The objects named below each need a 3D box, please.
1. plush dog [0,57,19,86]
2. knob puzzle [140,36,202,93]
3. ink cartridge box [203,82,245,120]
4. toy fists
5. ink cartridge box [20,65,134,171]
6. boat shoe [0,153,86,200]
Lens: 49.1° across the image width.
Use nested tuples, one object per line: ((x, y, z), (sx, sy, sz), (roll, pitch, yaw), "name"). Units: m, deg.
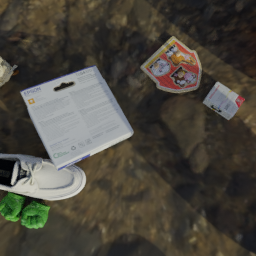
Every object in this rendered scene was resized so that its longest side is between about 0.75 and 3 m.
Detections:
((-3.671, -1.736, 7.656), (1.019, 1.187, 0.952), (48, 47, 1), "plush dog")
((1.398, -1.692, 7.940), (1.761, 0.244, 1.761), (0, 76, 0), "knob puzzle")
((2.593, -0.743, 7.636), (0.870, 0.360, 0.634), (36, 79, 8), "ink cartridge box")
((-2.583, 2.057, 6.902), (1.248, 0.429, 0.636), (19, 77, 4), "toy fists")
((-1.302, -0.332, 7.238), (2.157, 0.476, 2.197), (-24, 75, -20), "ink cartridge box")
((-2.522, 1.118, 6.857), (2.894, 0.951, 1.041), (11, 76, 3), "boat shoe")
